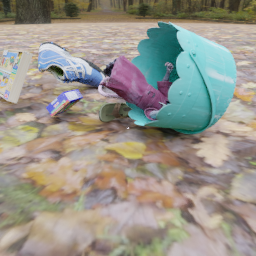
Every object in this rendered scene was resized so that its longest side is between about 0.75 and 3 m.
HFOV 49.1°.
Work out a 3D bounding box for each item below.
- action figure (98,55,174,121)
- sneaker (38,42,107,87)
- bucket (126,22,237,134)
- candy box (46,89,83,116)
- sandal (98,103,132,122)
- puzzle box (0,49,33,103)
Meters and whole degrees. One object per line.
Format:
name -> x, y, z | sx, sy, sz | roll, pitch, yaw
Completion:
action figure -> 0.375, -0.707, 6.914 | 2.363, 1.759, 1.583 | 36, 53, -6
sneaker -> -2.004, -1.989, 10.134 | 2.718, 1.047, 1.029 | 21, -29, -28
bucket -> 1.165, -1.089, 6.663 | 1.657, 2.547, 2.547 | 9, 20, -22
candy box -> -1.761, -0.720, 7.849 | 0.727, 0.331, 0.860 | -35, 0, 22
sandal -> -0.269, -0.493, 7.797 | 1.270, 0.504, 0.362 | -15, 10, -34
puzzle box -> -3.708, -1.701, 8.803 | 0.290, 1.520, 2.285 | 16, 3, -39
